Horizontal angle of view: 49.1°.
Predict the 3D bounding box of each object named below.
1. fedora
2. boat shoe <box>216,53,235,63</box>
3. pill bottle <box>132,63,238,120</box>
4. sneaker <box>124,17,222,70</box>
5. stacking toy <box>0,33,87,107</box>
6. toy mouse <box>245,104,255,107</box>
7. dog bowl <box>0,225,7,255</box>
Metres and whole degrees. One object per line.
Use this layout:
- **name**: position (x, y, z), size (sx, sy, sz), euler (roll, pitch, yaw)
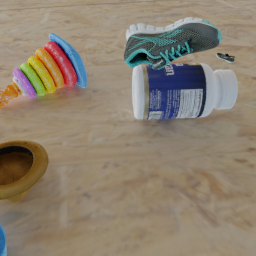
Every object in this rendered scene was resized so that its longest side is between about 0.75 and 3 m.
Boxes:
- **fedora**: position (-2.527, 1.009, 6.063), size (1.812, 0.739, 1.812), euler (-2, 35, 1)
- **boat shoe**: position (3.887, -2.859, 11.153), size (0.296, 0.279, 0.824), euler (-26, 45, -26)
- **pill bottle**: position (1.542, -1.050, 7.954), size (2.760, 1.533, 1.533), euler (-2, 39, -4)
- **sneaker**: position (0.888, -1.745, 6.256), size (2.304, 0.894, 1.051), euler (5, 66, 33)
- **stacking toy**: position (-2.951, -1.533, 8.842), size (2.954, 1.715, 1.621), euler (-36, 48, -18)
- **toy mouse**: position (4.432, -0.681, 8.477), size (1.474, 0.285, 1.310), euler (24, 45, 26)
- **dog bowl**: position (-3.027, 2.358, 4.591), size (2.101, 0.521, 1.171), euler (-22, 44, -24)
